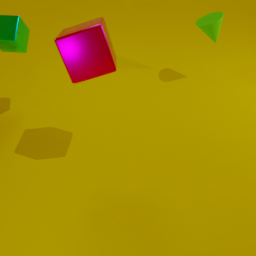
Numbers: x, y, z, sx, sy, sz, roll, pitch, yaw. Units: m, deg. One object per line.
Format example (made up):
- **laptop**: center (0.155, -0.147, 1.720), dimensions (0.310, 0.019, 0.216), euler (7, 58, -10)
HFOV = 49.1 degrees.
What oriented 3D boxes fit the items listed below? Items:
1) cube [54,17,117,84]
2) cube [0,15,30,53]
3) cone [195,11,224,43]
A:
- **cube**: center (-0.860, -1.691, 6.060), dimensions (0.993, 0.993, 0.993), euler (-16, 29, 6)
- **cube**: center (-3.162, -2.515, 7.524), dimensions (0.722, 0.722, 0.722), euler (4, 80, 4)
- **cone**: center (2.821, -3.219, 9.333), dimensions (0.909, 0.912, 0.909), euler (-20, 35, 15)
